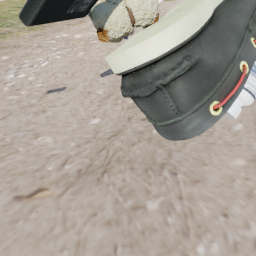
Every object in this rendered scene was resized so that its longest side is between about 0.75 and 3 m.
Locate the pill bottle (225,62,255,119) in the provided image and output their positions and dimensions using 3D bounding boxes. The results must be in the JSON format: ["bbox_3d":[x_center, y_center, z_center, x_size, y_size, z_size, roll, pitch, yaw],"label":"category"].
[{"bbox_3d":[2.035,-0.825,5.060,0.743,1.242,0.743,33,3,-2],"label":"pill bottle"}]

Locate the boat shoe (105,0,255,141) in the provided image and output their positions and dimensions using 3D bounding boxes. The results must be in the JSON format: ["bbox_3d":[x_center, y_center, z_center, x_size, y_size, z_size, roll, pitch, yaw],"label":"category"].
[{"bbox_3d":[0.836,-0.936,2.778,0.996,0.853,2.724,-13,28,44],"label":"boat shoe"}]

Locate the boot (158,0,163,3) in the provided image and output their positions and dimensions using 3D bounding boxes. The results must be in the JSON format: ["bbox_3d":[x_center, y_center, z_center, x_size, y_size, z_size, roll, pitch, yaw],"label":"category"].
[{"bbox_3d":[0.414,-4.774,9.714,2.787,1.259,1.014,-32,33,17],"label":"boot"}]

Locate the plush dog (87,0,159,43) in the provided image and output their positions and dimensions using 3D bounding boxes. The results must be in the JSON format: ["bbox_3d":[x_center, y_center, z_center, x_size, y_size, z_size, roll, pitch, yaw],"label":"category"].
[{"bbox_3d":[-0.074,-3.371,8.044,1.947,2.267,1.819,-23,46,9],"label":"plush dog"}]

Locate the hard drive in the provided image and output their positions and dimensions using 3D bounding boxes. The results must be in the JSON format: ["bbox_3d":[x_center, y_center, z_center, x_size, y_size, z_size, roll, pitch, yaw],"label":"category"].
[{"bbox_3d":[-1.232,-2.863,6.025,0.334,1.418,2.033,52,37,-3],"label":"hard drive"}]

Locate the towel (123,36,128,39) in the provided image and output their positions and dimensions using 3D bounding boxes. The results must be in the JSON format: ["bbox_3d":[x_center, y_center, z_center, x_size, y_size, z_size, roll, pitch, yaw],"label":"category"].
[{"bbox_3d":[-0.328,-3.596,9.196,0.980,1.335,0.159,7,45,-11],"label":"towel"}]
